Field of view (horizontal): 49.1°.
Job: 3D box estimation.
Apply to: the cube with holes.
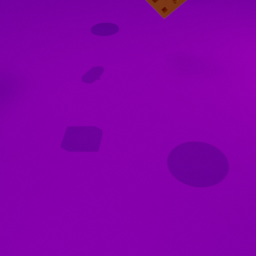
[{"bbox_3d":[0.656,-2.478,4.676,0.716,0.716,0.716,34,47,-28],"label":"cube with holes"}]
